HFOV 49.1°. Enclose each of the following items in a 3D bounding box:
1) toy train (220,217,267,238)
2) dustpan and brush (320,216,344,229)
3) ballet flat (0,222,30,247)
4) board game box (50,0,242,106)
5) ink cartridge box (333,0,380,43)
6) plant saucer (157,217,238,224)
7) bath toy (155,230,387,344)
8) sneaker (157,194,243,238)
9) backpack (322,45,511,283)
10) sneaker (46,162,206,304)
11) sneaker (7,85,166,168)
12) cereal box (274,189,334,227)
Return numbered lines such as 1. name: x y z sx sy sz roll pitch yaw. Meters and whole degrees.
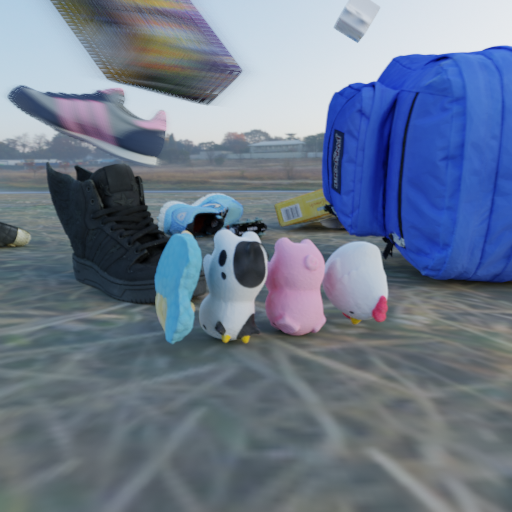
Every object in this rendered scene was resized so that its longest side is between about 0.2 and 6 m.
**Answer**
1. toy train: -0.246 -0.502 11.122 0.584 0.437 1.025 -9 2 41
2. dustpan and brush: 2.706 -0.844 13.279 1.502 0.616 2.151 -10 6 41
3. ballet flat: -5.034 -0.269 9.402 2.377 0.675 0.790 1 -15 -39
4. board game box: -1.568 -3.112 6.566 0.752 2.653 2.193 -39 -8 24
5. ink cartridge box: 1.988 -4.716 11.054 0.612 0.596 0.952 30 8 -5
6. plant saucer: -1.414 -0.831 13.791 2.041 0.280 2.041 0 7 0
7. bath toy: 0.227 0.300 4.360 1.933 0.841 0.715 0 41 -25
8. sneaker: -0.981 -0.715 11.823 1.011 0.881 2.248 22 26 32
9. backpack: 2.442 -1.109 7.132 2.974 2.880 3.545 -5 20 -2
10. sneaker: -1.568 -0.368 6.324 0.832 1.446 2.772 -8 11 -41
11. sneaker: -3.289 -2.930 11.246 3.129 1.283 1.098 22 14 -11
12. cereal box: 2.000 -1.339 13.672 2.285 0.628 3.175 -16 1 20
